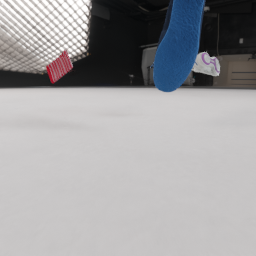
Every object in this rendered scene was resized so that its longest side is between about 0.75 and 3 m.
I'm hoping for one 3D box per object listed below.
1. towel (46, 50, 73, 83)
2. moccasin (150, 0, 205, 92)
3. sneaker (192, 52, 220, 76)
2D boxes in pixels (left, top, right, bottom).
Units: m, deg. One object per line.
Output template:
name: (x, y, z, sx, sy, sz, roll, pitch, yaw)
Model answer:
towel: (-2.798, -2.475, 11.350, 1.241, 0.898, 0.140, -31, -19, 26)
moccasin: (1.361, -2.272, 6.935, 1.134, 2.819, 0.961, 18, 18, 2)
sneaker: (2.682, -2.215, 9.838, 0.784, 0.589, 1.574, -8, -16, 42)
